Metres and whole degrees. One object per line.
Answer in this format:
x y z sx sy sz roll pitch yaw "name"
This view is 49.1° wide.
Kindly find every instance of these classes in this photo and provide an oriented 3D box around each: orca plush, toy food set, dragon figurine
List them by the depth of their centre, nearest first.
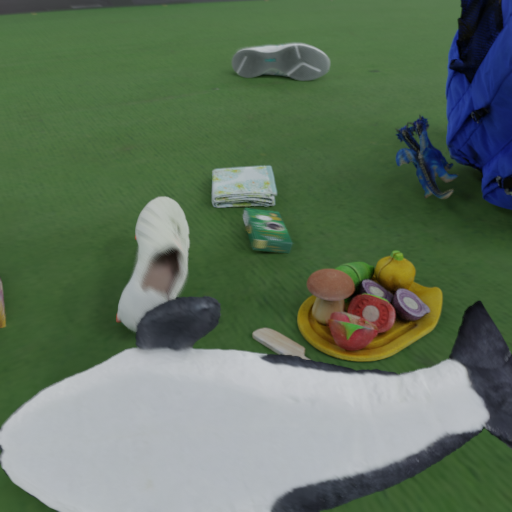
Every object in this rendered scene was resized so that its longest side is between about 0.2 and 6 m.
0.032 1.355 5.216 4.346 2.287 1.545 -23 -7 4 "orca plush"
1.339 0.557 7.211 2.517 0.822 1.481 -23 39 -32 "toy food set"
3.105 -1.821 10.491 1.234 0.731 2.483 46 33 -12 "dragon figurine"

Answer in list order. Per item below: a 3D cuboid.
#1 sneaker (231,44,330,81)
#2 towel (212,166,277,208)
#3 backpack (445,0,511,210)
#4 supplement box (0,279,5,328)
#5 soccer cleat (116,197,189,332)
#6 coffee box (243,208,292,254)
0.851 -6.307 17.946 3.113 1.095 1.247 8 30 13 "sneaker"
-0.249 -1.352 10.724 1.202 0.338 1.404 -1 32 -3 "towel"
5.273 -2.860 9.502 4.223 4.361 5.197 9 -1 5 "backpack"
-3.700 0.449 7.472 0.526 0.667 1.019 -11 37 -20 "supplement box"
-1.229 -0.035 7.509 0.844 0.945 2.435 27 40 -21 "soccer cleat"
0.166 -0.422 9.201 0.635 0.227 1.033 5 33 -17 "coffee box"
